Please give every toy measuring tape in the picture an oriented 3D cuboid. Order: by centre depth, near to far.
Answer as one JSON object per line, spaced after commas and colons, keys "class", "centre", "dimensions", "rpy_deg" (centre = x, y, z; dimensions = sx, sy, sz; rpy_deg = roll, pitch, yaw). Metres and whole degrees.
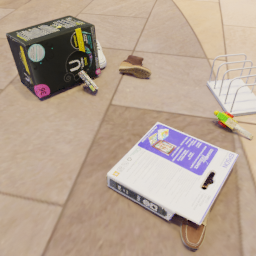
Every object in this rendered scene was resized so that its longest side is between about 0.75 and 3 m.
{"class": "toy measuring tape", "centre": [3.498, -0.123, 9.329], "dimensions": [1.470, 0.541, 0.541], "rpy_deg": [37, 52, 13]}

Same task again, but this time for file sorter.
{"class": "file sorter", "centre": [4.067, -1.621, 10.274], "dimensions": [1.460, 1.310, 2.104], "rpy_deg": [-7, 43, -7]}

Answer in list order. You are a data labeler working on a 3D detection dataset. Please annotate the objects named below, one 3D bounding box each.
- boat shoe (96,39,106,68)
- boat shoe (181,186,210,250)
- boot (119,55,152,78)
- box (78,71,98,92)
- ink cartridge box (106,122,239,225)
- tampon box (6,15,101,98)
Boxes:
{"class": "boat shoe", "centre": [-1.664, -3.587, 12.760], "dimensions": [0.937, 0.832, 2.547], "rpy_deg": [-17, 45, -18]}
{"class": "boat shoe", "centre": [1.654, 2.078, 6.751], "dimensions": [0.618, 0.586, 1.631], "rpy_deg": [12, 44, 13]}
{"class": "boot", "centre": [0.456, -2.725, 12.027], "dimensions": [1.520, 0.550, 1.264], "rpy_deg": [14, 46, 20]}
{"class": "box", "centre": [-1.528, -1.809, 10.779], "dimensions": [0.156, 0.898, 0.494], "rpy_deg": [-39, 7, 14]}
{"class": "ink cartridge box", "centre": [1.259, 1.160, 7.703], "dimensions": [2.692, 0.584, 2.666], "rpy_deg": [23, 46, 28]}
{"class": "tampon box", "centre": [-2.809, -2.860, 10.946], "dimensions": [2.820, 2.113, 1.780], "rpy_deg": [-30, 45, -28]}
